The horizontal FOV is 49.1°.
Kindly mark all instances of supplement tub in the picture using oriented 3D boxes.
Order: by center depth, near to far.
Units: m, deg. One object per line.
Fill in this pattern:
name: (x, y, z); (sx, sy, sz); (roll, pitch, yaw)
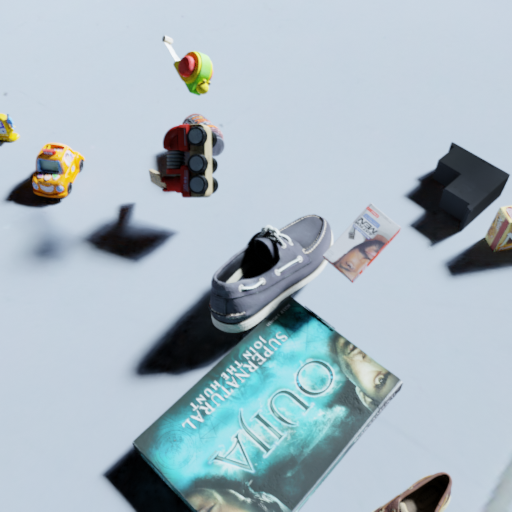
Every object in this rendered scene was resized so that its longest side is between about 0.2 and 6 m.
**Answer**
supplement tub: (-1.169, -2.706, 12.687); (0.691, 0.691, 1.292); (-24, 41, -17)

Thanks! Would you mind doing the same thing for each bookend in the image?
bookend: (4.352, -1.525, 12.102); (1.479, 0.681, 1.470); (-38, 60, -24)

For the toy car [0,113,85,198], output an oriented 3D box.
toy car: (-5.198, -2.334, 12.553); (2.845, 0.947, 1.396); (23, 56, 15)

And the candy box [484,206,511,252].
candy box: (5.582, -0.637, 11.253); (1.646, 0.950, 0.455); (-8, 53, -6)

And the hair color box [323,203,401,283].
hair color box: (1.814, -0.214, 9.644); (0.685, 0.395, 1.235); (42, 92, 14)

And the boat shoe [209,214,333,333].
boat shoe: (0.375, 0.014, 10.410); (1.238, 1.068, 3.407); (19, 45, 34)

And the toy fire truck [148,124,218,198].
toy fire truck: (-1.619, -1.888, 11.368); (1.622, 1.428, 1.043); (1, 7, 15)

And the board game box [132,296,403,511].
board game box: (0.263, 2.599, 9.070); (2.529, 0.526, 3.739); (36, 61, 25)

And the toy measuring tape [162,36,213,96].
toy measuring tape: (-1.256, -3.729, 10.546); (0.659, 0.659, 1.792); (-20, 62, -15)

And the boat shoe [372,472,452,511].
boat shoe: (2.075, 3.811, 8.021); (2.022, 0.728, 0.729); (-29, 58, -20)
